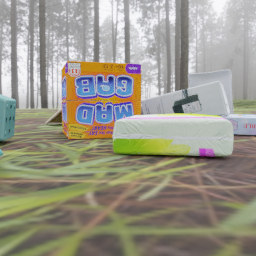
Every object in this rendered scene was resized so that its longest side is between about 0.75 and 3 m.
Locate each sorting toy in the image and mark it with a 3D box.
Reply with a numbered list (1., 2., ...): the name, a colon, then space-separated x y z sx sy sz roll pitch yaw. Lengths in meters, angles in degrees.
1. sorting toy: -2.384 -0.561 11.712 1.764 0.322 1.632 -6 -13 -38

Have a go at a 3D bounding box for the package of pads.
1. package of pads: 0.854 0.086 5.350 2.002 0.683 1.547 1 5 12

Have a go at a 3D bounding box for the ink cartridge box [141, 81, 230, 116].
1. ink cartridge box: 1.947 -0.699 9.279 2.533 1.052 1.857 -12 0 21

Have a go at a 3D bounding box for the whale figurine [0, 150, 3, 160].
1. whale figurine: -2.022 0.295 3.469 0.920 0.600 1.156 -5 7 -42

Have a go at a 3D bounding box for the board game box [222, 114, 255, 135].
1. board game box: 4.252 -0.118 8.554 2.502 0.516 2.508 2 6 25

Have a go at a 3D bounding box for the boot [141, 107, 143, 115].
1. boot: 0.218 -0.759 13.771 1.869 0.991 2.839 12 16 44

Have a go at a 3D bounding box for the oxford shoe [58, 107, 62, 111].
1. oxford shoe: -3.388 -0.739 14.674 0.924 0.710 2.459 3 7 -5

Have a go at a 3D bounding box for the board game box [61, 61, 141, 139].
1. board game box: -0.839 -0.771 7.930 1.922 1.921 1.920 -2 5 -17

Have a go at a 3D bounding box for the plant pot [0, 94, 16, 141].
1. plant pot: -3.581 -0.261 6.107 1.965 1.389 1.388 6 4 -8

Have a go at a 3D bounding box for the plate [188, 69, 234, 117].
1. plate: 3.539 -1.268 11.814 0.359 2.216 2.220 -13 11 -33
